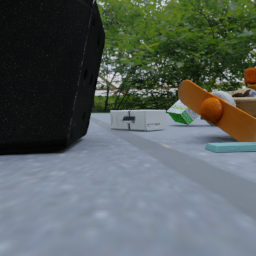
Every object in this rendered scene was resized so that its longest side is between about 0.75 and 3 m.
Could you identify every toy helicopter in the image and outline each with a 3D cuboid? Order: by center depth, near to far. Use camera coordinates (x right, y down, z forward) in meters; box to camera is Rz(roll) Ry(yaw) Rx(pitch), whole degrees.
[{"bbox_3d":[1.841,-0.292,3.626,1.857,1.108,2.808,-2,8,-10],"label":"toy helicopter"}]

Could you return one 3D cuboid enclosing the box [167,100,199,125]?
[{"bbox_3d":[1.688,-0.567,7.981,0.837,0.459,0.949,-43,15,-7],"label":"box"}]

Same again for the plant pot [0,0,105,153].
[{"bbox_3d":[-1.457,-0.803,3.522,2.063,2.320,2.326,11,3,0],"label":"plant pot"}]

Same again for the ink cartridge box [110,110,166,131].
[{"bbox_3d":[0.230,-0.184,6.346,1.065,0.446,0.768,3,5,43],"label":"ink cartridge box"}]

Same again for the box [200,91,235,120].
[{"bbox_3d":[3.047,-0.479,7.157,0.872,0.801,2.490,11,-2,-27],"label":"box"}]

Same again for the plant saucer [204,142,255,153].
[{"bbox_3d":[1.319,0.209,3.123,0.867,0.082,0.303,0,3,-9],"label":"plant saucer"}]
